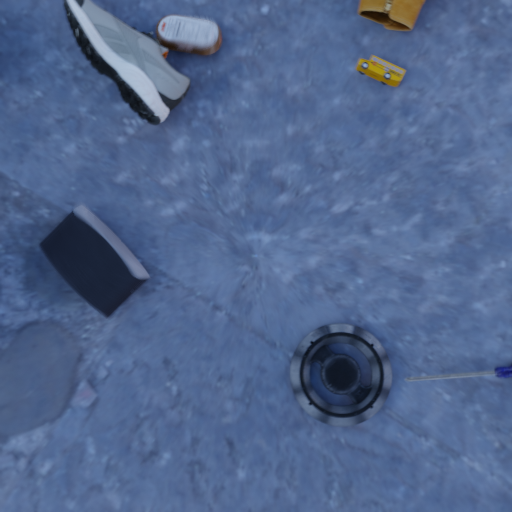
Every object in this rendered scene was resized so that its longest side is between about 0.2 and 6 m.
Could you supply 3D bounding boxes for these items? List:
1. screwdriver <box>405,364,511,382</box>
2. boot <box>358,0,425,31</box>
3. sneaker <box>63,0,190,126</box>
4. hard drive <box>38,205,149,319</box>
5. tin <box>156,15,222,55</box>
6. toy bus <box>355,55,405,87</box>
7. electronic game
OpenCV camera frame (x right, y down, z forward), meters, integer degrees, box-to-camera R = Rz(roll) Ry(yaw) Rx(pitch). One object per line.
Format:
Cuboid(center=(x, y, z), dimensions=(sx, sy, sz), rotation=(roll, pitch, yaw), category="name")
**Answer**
Cuboid(center=(3.816, 1.984, 9.456), dimensions=(2.657, 0.387, 0.371), rotation=(-5, 83, 3), category="screwdriver")
Cuboid(center=(2.953, -4.786, 10.048), dimensions=(2.125, 0.748, 1.521), rotation=(9, 89, 5), category="boot")
Cuboid(center=(-2.307, -3.605, 9.789), dimensions=(1.114, 1.039, 2.811), rotation=(-42, 91, -14), category="sneaker")
Cuboid(center=(-2.813, 0.095, 9.553), dimensions=(1.178, 0.370, 1.747), rotation=(-44, 86, 2), category="hard drive")
Cuboid(center=(-1.211, -3.985, 10.059), dimensions=(1.197, 0.251, 0.670), rotation=(9, 63, 2), category="tin")
Cuboid(center=(2.222, -3.327, 10.044), dimensions=(0.823, 0.268, 0.322), rotation=(26, 84, 3), category="toy bus")
Cuboid(center=(1.416, 1.985, 9.403), dimensions=(1.704, 0.355, 1.704), rotation=(-1, 81, 3), category="electronic game")
